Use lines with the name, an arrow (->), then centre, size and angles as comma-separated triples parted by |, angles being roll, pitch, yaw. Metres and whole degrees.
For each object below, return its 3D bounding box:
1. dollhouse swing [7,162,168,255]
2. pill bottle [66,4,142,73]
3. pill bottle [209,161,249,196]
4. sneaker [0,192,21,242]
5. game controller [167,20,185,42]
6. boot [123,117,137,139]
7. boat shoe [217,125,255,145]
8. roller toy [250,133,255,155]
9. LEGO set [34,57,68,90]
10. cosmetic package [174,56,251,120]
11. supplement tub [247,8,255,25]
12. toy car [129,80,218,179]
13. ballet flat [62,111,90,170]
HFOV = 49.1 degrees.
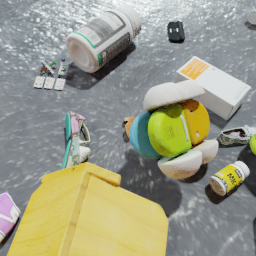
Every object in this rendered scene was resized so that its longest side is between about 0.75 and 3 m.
dollhouse swing -> -0.900, 2.766, 6.663 | 2.634, 2.548, 2.899 | -20, 44, 38
pill bottle -> -0.810, -3.368, 10.357 | 1.540, 1.540, 2.722 | 35, 62, 22
pill bottle -> 2.765, 1.347, 7.623 | 0.998, 0.570, 0.570 | -29, 60, -18
sneaker -> -3.664, 2.004, 7.172 | 1.914, 0.694, 1.091 | 25, 52, 8
game controller -> 1.997, -4.025, 11.665 | 0.665, 0.268, 1.274 | -8, 53, 12
boot -> 0.206, -0.024, 8.795 | 0.639, 0.316, 0.823 | -4, 47, -6
boat shoe -> 3.397, 0.188, 8.534 | 1.312, 0.421, 0.484 | -7, 55, -5
roller toy -> 4.733, 0.220, 7.620 | 2.306, 1.611, 2.103 | 18, 72, 29
LEGO set -> -2.728, -1.988, 10.240 | 1.060, 0.348, 1.419 | 6, 66, 4
cosmetic package -> 2.759, -1.378, 9.417 | 2.221, 0.791, 1.126 | 36, 62, 22
supplement tub -> 5.707, -4.929, 12.016 | 1.071, 0.656, 0.656 | -36, 62, -22
toy car -> 1.093, 0.035, 7.636 | 1.999, 2.333, 2.665 | -12, 4, 38
ballet flat -> -1.498, 0.452, 8.247 | 0.778, 0.756, 2.186 | 11, 52, -20
